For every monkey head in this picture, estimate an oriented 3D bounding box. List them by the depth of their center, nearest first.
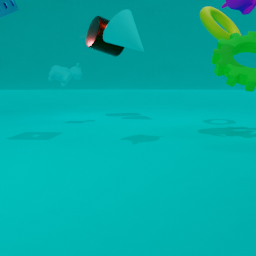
[{"bbox_3d":[2.578,-2.982,6.083,0.744,0.888,1.235,40,-16,5],"label":"monkey head"}]

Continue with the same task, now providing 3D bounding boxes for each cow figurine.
[{"bbox_3d":[-2.095,-1.878,9.474,1.031,1.015,0.566,24,-33,-9],"label":"cow figurine"}]

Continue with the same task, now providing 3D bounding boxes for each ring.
[{"bbox_3d":[2.835,-3.113,8.560,1.546,1.546,0.309,-7,-28,-40],"label":"ring"}]

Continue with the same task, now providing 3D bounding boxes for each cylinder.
[{"bbox_3d":[-0.838,-3.597,11.060,1.241,1.241,1.241,12,2,-31],"label":"cylinder"}]

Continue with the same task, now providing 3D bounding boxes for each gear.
[{"bbox_3d":[3.069,-1.705,6.990,1.841,1.841,0.340,1,-36,7],"label":"gear"}]

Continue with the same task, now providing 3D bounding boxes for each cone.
[{"bbox_3d":[0.085,-3.085,9.682,1.355,1.350,1.350,46,21,9],"label":"cone"}]

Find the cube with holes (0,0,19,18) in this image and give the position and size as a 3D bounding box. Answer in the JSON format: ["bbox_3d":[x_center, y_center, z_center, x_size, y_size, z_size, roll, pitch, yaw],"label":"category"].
[{"bbox_3d":[-3.060,-2.637,5.643,0.994,0.994,0.994,-15,29,13],"label":"cube with holes"}]
